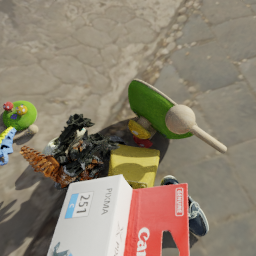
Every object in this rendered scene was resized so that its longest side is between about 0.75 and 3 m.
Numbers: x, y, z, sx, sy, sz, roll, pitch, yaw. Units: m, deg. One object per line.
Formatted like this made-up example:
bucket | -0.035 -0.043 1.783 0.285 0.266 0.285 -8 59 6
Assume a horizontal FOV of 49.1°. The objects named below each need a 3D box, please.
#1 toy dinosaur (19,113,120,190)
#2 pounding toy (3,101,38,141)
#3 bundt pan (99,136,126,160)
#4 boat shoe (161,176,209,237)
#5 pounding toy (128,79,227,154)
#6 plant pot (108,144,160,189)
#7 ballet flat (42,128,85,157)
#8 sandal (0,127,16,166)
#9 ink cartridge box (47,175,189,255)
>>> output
toy dinosaur | -1.238 0.743 6.410 1.356 2.655 1.802 37 97 9
pounding toy | -3.223 -0.363 8.191 1.010 0.607 1.309 -17 64 -8
bundt pan | -0.452 0.507 7.581 0.803 0.803 0.301 -22 53 -11
boat shoe | 1.385 1.926 6.786 0.640 0.528 1.709 -30 88 6
pounding toy | 0.750 0.002 7.167 1.300 2.162 2.801 -52 39 -1
plant pot | 0.085 1.259 6.704 1.242 1.234 1.271 8 22 1
ballet flat | -1.827 0.430 7.522 1.546 0.537 0.537 -37 66 11
sandal | -3.424 0.537 7.724 0.573 0.523 1.316 41 42 -26
ink cartridge box | -0.213 2.000 4.582 2.335 0.593 2.651 -13 42 22
